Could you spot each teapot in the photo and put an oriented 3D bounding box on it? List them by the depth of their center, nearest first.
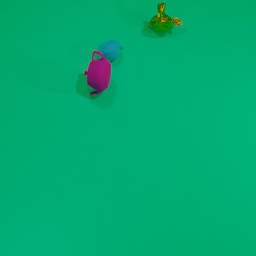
[{"bbox_3d":[-0.926,-1.554,8.381,0.775,1.584,0.985,9,38,3],"label":"teapot"},{"bbox_3d":[-0.559,-2.506,9.129,0.760,0.599,1.223,10,47,42],"label":"teapot"}]

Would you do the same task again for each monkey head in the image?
[{"bbox_3d":[1.164,-3.661,9.370,1.201,0.724,0.864,6,94,25],"label":"monkey head"}]
